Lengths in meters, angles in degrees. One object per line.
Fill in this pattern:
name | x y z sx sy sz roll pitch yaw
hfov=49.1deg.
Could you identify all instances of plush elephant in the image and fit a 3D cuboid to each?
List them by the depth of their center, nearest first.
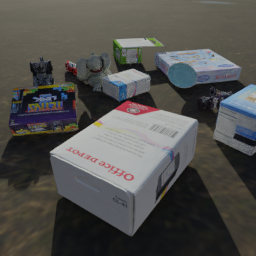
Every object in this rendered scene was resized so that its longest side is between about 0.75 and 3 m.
plush elephant | -1.283 -2.299 10.783 1.398 1.314 1.698 -6 32 -10

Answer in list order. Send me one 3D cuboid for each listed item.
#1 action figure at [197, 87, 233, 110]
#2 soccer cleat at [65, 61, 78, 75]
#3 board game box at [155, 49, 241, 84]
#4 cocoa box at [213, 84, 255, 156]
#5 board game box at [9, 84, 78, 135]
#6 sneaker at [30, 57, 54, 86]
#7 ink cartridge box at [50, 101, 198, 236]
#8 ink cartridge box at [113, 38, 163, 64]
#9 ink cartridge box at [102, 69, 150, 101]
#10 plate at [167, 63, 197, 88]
action figure | 3.073 -0.992 9.432 1.631 0.566 1.061 -21 32 -36
soccer cleat | -2.378 -2.627 12.242 0.498 0.402 1.170 -12 35 -36
board game box | 2.887 -2.698 12.128 2.750 0.566 2.743 -7 33 -12
cocoa box | 3.386 -0.295 7.687 1.784 1.170 1.189 -27 41 -36
board game box | -2.488 -0.597 8.402 1.875 0.532 1.550 -6 49 -9
sneaker | -2.938 -1.550 9.506 0.838 1.263 2.220 -7 40 -10
ink cartridge box | 0.037 0.617 6.196 2.064 1.198 2.797 20 39 29
ink cartridge box | 0.471 -3.795 13.683 2.159 0.818 1.596 -6 32 -13
ink cartridge box | -0.056 -1.618 10.341 1.477 0.625 1.067 -23 39 -30
plate | 2.021 -1.950 10.482 1.143 0.146 1.143 3 64 -6
